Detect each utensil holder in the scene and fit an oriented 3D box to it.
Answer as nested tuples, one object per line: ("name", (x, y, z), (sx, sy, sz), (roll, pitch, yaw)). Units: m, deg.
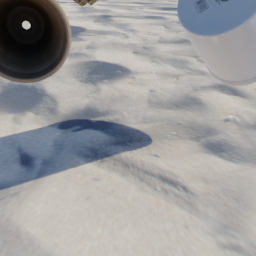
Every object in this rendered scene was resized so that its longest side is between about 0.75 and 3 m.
("utensil holder", (2.864, -2.747, 7.574), (2.342, 2.342, 2.755), (27, 0, 36))

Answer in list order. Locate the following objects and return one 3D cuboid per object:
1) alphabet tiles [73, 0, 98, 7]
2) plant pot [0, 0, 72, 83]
("alphabet tiles", (-1.308, -5.188, 10.550), (1.649, 0.052, 1.372), (-26, -8, 22))
("plant pot", (-2.847, -2.706, 7.776), (2.422, 2.422, 2.112), (-8, 28, -12))
